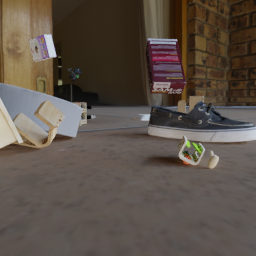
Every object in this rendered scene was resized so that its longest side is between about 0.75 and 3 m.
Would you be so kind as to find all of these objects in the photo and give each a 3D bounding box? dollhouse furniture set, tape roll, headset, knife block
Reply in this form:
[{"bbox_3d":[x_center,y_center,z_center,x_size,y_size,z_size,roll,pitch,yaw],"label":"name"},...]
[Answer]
[{"bbox_3d":[-2.478,-0.604,11.533,1.334,0.935,0.940,1,6,6],"label":"dollhouse furniture set"},{"bbox_3d":[2.575,-0.737,11.741,1.354,1.160,1.424,3,6,24],"label":"dollhouse furniture set"},{"bbox_3d":[-2.445,-0.427,7.157,2.449,0.809,2.449,13,-4,1],"label":"tape roll"},{"bbox_3d":[-2.063,-2.078,10.704,0.416,0.547,0.886,36,3,-2],"label":"headset"},{"bbox_3d":[-2.876,-0.734,13.641,2.173,0.792,2.475,-2,5,-28],"label":"knife block"}]

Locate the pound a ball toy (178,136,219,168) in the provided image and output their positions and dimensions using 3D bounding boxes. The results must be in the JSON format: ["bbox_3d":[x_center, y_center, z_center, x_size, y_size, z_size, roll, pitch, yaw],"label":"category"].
[{"bbox_3d":[1.085,0.438,4.527,0.553,0.361,0.849,26,9,5],"label":"pound a ball toy"}]

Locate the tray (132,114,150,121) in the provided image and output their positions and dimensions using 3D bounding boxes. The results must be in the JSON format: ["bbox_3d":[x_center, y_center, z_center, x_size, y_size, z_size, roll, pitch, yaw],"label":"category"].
[{"bbox_3d":[1.530,-0.587,14.817,2.407,0.267,1.292,-2,7,-21],"label":"tray"}]

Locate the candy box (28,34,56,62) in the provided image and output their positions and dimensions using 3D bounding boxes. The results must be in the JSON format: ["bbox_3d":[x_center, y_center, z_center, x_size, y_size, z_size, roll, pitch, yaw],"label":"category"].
[{"bbox_3d":[-3.286,-3.047,10.714,1.000,0.839,0.358,-1,16,36],"label":"candy box"}]

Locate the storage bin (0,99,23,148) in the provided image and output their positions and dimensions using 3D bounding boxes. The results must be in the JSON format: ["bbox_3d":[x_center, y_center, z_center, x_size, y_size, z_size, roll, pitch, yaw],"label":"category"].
[{"bbox_3d":[-2.785,-0.468,5.134,0.766,1.634,1.622,-29,26,-21],"label":"storage bin"}]

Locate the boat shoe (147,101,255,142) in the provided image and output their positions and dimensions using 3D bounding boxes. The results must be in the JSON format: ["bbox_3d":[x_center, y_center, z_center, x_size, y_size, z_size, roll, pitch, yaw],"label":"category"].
[{"bbox_3d":[1.825,-0.216,7.339,2.985,0.989,1.044,5,8,41],"label":"boat shoe"}]

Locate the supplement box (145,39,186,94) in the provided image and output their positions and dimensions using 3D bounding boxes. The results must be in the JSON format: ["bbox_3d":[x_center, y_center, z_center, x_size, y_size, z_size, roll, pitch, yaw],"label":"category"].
[{"bbox_3d":[1.627,-2.793,12.533,1.450,2.664,0.811,0,-32,-5],"label":"supplement box"}]

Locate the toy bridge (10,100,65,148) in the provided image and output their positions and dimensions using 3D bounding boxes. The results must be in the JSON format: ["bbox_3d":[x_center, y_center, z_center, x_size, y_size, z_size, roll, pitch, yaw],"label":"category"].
[{"bbox_3d":[-1.974,0.067,5.673,2.402,0.327,0.807,-15,-48,45],"label":"toy bridge"}]
